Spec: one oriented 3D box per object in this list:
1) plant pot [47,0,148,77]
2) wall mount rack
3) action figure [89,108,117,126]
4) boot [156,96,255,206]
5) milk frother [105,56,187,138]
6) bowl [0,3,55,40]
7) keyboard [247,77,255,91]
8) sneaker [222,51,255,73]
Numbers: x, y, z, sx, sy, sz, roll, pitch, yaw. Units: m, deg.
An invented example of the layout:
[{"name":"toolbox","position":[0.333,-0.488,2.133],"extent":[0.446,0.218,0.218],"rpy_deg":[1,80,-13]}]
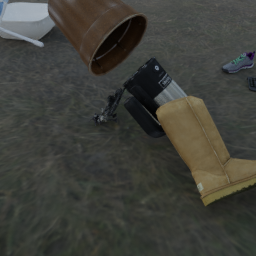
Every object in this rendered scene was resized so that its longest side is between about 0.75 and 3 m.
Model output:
[{"name":"plant pot","position":[-0.780,-2.447,6.445],"extent":[1.769,1.787,1.787],"rpy_deg":[47,53,8]},{"name":"wall mount rack","position":[-3.049,-3.225,7.146],"extent":[2.132,2.454,0.915],"rpy_deg":[19,2,-39]},{"name":"action figure","position":[-0.727,-0.331,8.158],"extent":[0.810,0.413,0.481],"rpy_deg":[-1,55,-6]},{"name":"boot","position":[2.057,0.286,6.357],"extent":[2.112,0.798,2.412],"rpy_deg":[-15,65,-16]},{"name":"milk frother","position":[0.524,-0.596,7.766],"extent":[1.844,1.960,1.769],"rpy_deg":[47,69,-9]},{"name":"bowl","position":[-5.017,-5.232,13.771],"extent":[2.972,1.111,2.976],"rpy_deg":[6,40,8]},{"name":"keyboard","position":[5.417,-1.608,9.926],"extent":[2.259,0.233,1.435],"rpy_deg":[9,39,10]},{"name":"sneaker","position":[4.248,-2.585,10.799],"extent":[1.493,0.653,0.555],"rpy_deg":[-19,42,-23]}]
